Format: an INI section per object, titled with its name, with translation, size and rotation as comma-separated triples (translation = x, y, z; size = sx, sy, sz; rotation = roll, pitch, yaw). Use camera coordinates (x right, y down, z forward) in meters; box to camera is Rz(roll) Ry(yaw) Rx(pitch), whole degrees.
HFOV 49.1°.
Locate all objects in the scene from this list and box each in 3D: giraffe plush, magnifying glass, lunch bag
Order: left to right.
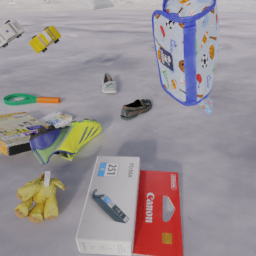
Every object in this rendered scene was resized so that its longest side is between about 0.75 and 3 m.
[magnifying glass]
translation = -4.222, -1.240, 12.322
size = 2.488, 0.279, 0.990
rotation = 1, 28, 5
[giraffe plush]
translation = -2.069, 1.505, 6.646
size = 1.043, 1.209, 0.980
rotation = 24, -4, -18
[lunch bag]
translation = 1.581, -2.218, 7.479
size = 1.697, 2.329, 2.740
rotation = -2, 37, 14

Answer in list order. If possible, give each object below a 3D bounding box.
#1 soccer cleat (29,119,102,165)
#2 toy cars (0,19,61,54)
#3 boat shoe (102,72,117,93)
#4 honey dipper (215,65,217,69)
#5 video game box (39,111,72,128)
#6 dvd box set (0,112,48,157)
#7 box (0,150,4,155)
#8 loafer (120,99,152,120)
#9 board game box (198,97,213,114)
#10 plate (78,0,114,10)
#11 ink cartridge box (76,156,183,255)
[soccer cleat]
translation = -1.802, 0.415, 8.788
size = 0.905, 1.171, 2.799
rotation = -24, -5, 35
[toy cars]
translation = -3.886, -3.571, 10.793
size = 2.706, 1.213, 0.599
rotation = 0, -1, -25
[boat shoe]
translation = -0.934, -2.167, 13.602
size = 0.690, 0.600, 1.872
rotation = -4, 29, -7
[honey dipper]
translation = 4.578, -3.253, 15.892
size = 0.350, 0.350, 1.842
rotation = 19, 35, 31
[video game box]
translation = -2.740, -0.289, 10.574
size = 0.867, 0.223, 0.952
rotation = 15, 32, 29
[dvd box set]
translation = -3.701, 0.108, 9.371
size = 2.521, 0.371, 1.844
rotation = 25, 26, 37
[box]
translation = -3.987, 0.704, 8.773
size = 1.038, 0.215, 0.201
rotation = -16, 32, -28
[loafer]
translation = 0.398, -0.875, 11.264
size = 0.661, 0.579, 1.841
rotation = 20, 34, 32
[board game box]
translation = 2.988, -1.251, 11.536
size = 1.248, 0.228, 0.944
rotation = 44, 33, -8
[plate]
translation = -1.302, -4.500, 9.518
size = 1.378, 0.223, 1.375
rotation = 36, 39, 10
[ink cartridge box]
translation = 0.147, 1.647, 6.358
size = 2.124, 0.539, 2.410
rotation = 2, 38, 5
